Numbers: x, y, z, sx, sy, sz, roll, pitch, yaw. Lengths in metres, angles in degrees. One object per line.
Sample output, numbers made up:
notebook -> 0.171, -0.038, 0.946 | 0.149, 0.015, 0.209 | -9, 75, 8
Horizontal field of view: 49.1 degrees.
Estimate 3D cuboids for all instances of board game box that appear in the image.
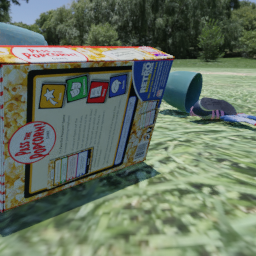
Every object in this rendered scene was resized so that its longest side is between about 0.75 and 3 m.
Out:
board game box -> -0.614, -0.135, 4.084 | 2.637, 1.998, 0.611 | -13, 37, -41

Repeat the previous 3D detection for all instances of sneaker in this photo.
sneaker -> 2.637, -0.520, 8.663 | 1.671, 0.586, 0.685 | 11, -34, -30

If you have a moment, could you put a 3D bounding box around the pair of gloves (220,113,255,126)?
pair of gloves -> 3.529, -0.224, 8.114 | 1.542, 0.176, 1.240 | -4, 16, -33

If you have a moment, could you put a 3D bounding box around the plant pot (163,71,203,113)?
plant pot -> 1.756, -1.320, 9.609 | 1.115, 1.389, 1.389 | 20, 23, 30

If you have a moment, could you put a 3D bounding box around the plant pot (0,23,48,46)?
plant pot -> -2.756, -0.907, 5.567 | 2.446, 2.401, 2.395 | -16, 18, -19
